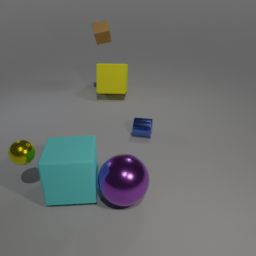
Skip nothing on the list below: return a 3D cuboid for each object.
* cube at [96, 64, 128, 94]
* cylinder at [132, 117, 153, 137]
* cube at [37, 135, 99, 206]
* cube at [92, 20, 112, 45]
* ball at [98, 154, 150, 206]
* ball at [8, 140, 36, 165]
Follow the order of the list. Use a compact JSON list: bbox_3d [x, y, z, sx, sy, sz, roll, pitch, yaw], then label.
[{"bbox_3d":[-0.757,-2.456,13.843,1.400,1.400,1.400,1,13,3],"label":"cube"},{"bbox_3d":[0.571,-0.034,10.753,0.700,0.700,0.700,6,31,10],"label":"cylinder"},{"bbox_3d":[-1.596,1.161,7.908,1.400,1.400,1.400,-3,27,-2],"label":"cube"},{"bbox_3d":[-1.183,-4.334,12.730,0.700,0.700,0.700,-13,62,0],"label":"cube"},{"bbox_3d":[-0.116,1.407,7.619,1.400,1.400,1.400,0,30,0],"label":"ball"},{"bbox_3d":[-2.881,0.665,7.610,0.700,0.700,0.700,0,30,0],"label":"ball"}]
